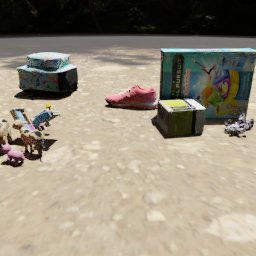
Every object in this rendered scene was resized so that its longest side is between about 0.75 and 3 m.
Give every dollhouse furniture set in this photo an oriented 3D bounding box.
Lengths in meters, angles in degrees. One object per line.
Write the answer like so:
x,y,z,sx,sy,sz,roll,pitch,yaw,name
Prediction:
-2.405,-0.425,7.707,1.148,0.749,1.084,-29,-1,14,dollhouse furniture set

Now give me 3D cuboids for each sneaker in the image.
0.132,-1.253,10.573,2.034,0.882,0.750,4,22,11,sneaker

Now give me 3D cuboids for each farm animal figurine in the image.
-3.108,0.196,6.896,1.823,0.950,1.803,-12,25,-27,farm animal figurine

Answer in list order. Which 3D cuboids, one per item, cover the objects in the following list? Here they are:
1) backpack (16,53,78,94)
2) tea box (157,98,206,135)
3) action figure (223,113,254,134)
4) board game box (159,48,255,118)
-3.622,-2.389,12.367,2.406,1.811,2.136,-3,19,9,backpack
1.570,-0.378,8.538,1.149,0.780,1.168,-4,22,-9,tea box
3.296,-0.081,8.337,1.127,0.391,0.733,-21,31,-39,action figure
2.546,-1.460,9.299,2.945,2.223,0.691,-1,22,-2,board game box
